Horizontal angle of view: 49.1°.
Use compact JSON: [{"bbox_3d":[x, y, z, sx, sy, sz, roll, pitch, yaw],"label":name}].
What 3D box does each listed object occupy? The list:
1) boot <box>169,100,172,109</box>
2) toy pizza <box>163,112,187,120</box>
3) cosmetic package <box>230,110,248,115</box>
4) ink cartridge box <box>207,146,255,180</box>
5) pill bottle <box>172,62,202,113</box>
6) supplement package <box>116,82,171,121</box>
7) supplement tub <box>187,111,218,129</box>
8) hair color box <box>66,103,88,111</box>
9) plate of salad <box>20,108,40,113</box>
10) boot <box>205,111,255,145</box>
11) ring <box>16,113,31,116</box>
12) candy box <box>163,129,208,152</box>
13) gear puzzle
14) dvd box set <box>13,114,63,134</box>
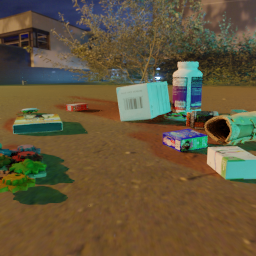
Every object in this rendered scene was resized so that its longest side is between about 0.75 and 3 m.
[{"bbox_3d":[1.301,-1.337,15.860,2.437,0.880,1.840,6,9,14],"label":"boot"},{"bbox_3d":[2.488,-0.607,13.596,1.545,0.245,1.545,0,11,0],"label":"toy pizza"},{"bbox_3d":[5.151,-0.543,12.765,0.643,0.454,1.241,1,12,6],"label":"cosmetic package"},{"bbox_3d":[2.320,0.750,6.242,0.760,0.441,1.050,-1,11,-5],"label":"ink cartridge box"},{"bbox_3d":[3.121,-2.091,14.760,1.516,2.696,1.516,0,11,0],"label":"pill bottle"},{"bbox_3d":[0.816,-1.319,13.341,1.572,1.577,2.688,-5,7,26],"label":"supplement package"},{"bbox_3d":[2.886,-0.315,10.936,1.162,0.712,0.712,3,12,11],"label":"supplement tub"},{"bbox_3d":[-2.956,-1.219,16.378,0.611,0.369,1.204,9,15,39],"label":"hair color box"},{"bbox_3d":[-5.243,-0.895,14.948,1.012,0.243,1.012,-7,0,0],"label":"plate of salad"},{"bbox_3d":[3.966,0.046,8.270,2.234,1.046,2.874,-6,13,-25],"label":"boot"},{"bbox_3d":[-5.492,-0.737,14.710,0.758,0.073,0.758,1,11,0],"label":"ring"},{"bbox_3d":[1.691,0.351,8.334,1.027,0.396,0.869,-9,17,-27],"label":"candy box"},{"bbox_3d":[-2.601,0.778,6.140,1.523,0.385,2.940,-3,11,-22],"label":"gear puzzle"},{"bbox_3d":[-3.646,-0.222,11.365,1.763,0.354,2.409,-4,12,-16],"label":"dvd box set"}]
